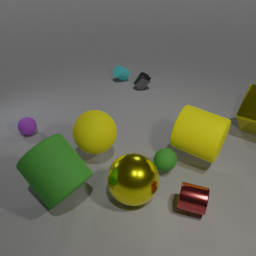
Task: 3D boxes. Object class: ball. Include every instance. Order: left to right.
[{"bbox_3d":[-3.873,-0.075,10.771,0.700,0.700,0.700,0,29,0],"label":"ball"},{"bbox_3d":[-1.056,0.129,8.916,1.400,1.400,1.400,0,29,0],"label":"ball"},{"bbox_3d":[0.141,1.365,7.482,1.400,1.400,1.400,0,29,0],"label":"ball"},{"bbox_3d":[1.134,0.962,8.504,0.700,0.700,0.700,0,29,0],"label":"ball"}]

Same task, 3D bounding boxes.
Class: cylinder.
[{"bbox_3d":[-1.866,1.101,7.225,1.400,1.400,1.400,50,43,4],"label":"cylinder"},{"bbox_3d":[-0.375,-3.150,16.061,0.700,0.700,0.700,16,11,-47],"label":"cylinder"},{"bbox_3d":[0.772,-2.501,14.950,0.700,0.700,0.700,25,36,-20],"label":"cylinder"},{"bbox_3d":[1.675,1.805,7.185,0.700,0.700,0.700,12,31,14],"label":"cylinder"},{"bbox_3d":[2.214,0.167,8.589,1.400,1.400,1.400,23,36,23],"label":"cylinder"}]

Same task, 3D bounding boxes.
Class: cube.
[{"bbox_3d":[5.034,-0.574,10.417,1.400,1.400,1.400,22,80,33],"label":"cube"}]
